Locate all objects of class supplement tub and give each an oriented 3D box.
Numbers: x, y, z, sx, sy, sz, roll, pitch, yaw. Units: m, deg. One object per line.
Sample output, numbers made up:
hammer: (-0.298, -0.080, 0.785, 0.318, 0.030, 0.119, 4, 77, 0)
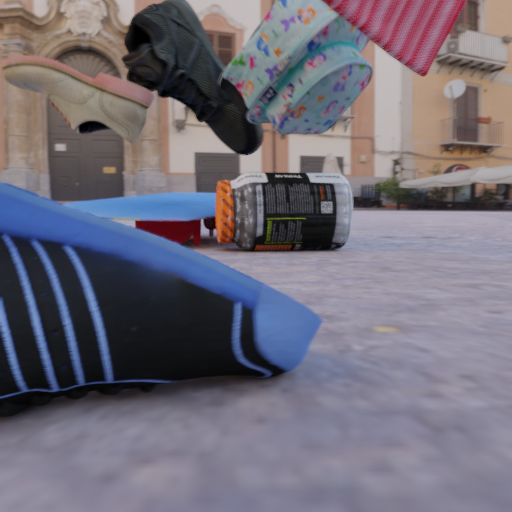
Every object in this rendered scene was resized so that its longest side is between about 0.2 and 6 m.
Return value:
supplement tub: (0.447, -0.774, 9.832, 2.247, 1.377, 1.377, -1, 6, -10)

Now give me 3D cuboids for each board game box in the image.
board game box: (-1.677, -0.688, 12.029, 3.684, 0.908, 4.662, 11, 16, 38)

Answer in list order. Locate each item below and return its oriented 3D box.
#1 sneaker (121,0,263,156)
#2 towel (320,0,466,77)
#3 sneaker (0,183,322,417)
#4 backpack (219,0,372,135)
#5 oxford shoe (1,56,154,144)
sneaker: (-1.317, -3.190, 10.720, 1.299, 3.398, 1.946, -23, 14, 47)
towel: (1.870, -3.477, 7.156, 2.143, 1.550, 0.241, 21, 13, -33)
sneaker: (-1.021, 0.261, 2.429, 2.723, 1.061, 0.955, 20, -3, -21)
backpack: (0.824, -3.169, 9.083, 1.788, 2.375, 2.108, 48, 33, 19)
oxford shoe: (-3.028, -2.544, 9.094, 2.686, 0.992, 0.951, 18, 5, 15)
